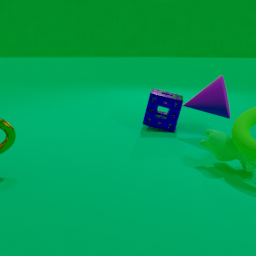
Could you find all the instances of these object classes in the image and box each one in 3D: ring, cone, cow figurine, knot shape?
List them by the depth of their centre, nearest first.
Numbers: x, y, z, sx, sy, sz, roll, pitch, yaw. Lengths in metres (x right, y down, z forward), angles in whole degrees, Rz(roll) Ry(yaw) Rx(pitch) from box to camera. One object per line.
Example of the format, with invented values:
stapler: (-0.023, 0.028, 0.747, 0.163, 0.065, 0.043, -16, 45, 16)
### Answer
ring: (2.685, 0.072, 4.996, 1.580, 0.316, 1.580, -12, 36, 9)
knot shape: (-2.658, 0.278, 5.151, 1.054, 1.126, 0.520, 15, 9, 19)
cow figurine: (1.999, 0.419, 5.368, 1.025, 0.563, 1.009, 34, -8, -17)
cone: (1.983, -0.693, 7.322, 1.132, 1.128, 1.128, -10, 11, 23)

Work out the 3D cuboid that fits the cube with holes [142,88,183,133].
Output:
cube with holes: (1.033, -0.544, 8.238, 0.940, 0.940, 0.940, 15, 18, 5)
